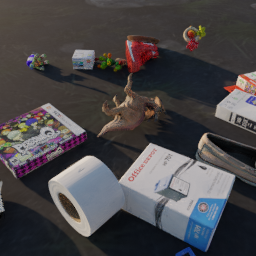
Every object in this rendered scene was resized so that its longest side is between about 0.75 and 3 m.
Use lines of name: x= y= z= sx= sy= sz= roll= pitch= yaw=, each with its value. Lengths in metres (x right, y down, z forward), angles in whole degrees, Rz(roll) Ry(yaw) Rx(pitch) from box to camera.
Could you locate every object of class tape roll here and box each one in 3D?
tape roll: x=-0.932 y=1.502 z=6.290 sx=1.480 sy=1.480 sz=1.016 roll=31 pitch=47 yaw=33

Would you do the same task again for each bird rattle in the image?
bird rattle: x=1.954 y=-2.729 z=8.422 sx=0.613 sy=0.424 sz=0.752 roll=40 pitch=92 yaw=11

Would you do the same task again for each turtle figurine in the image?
turtle figurine: x=-3.893 y=-2.982 z=12.554 sx=0.687 sy=0.955 sz=0.926 roll=42 pitch=40 yaw=-3

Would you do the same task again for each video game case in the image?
video game case: x=-2.877 y=0.258 z=8.681 sx=2.402 sy=0.430 sz=2.177 roll=-30 pitch=48 yaw=-32

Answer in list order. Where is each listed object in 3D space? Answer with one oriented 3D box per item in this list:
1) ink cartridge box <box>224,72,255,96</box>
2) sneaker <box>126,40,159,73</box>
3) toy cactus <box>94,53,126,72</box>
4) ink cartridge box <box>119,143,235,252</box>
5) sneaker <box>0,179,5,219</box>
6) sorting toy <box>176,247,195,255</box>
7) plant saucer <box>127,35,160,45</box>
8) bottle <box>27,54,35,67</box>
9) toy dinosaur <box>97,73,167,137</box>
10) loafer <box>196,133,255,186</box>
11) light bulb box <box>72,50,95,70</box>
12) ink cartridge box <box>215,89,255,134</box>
ink cartridge box: x=4.935 y=-1.723 z=11.100 sx=1.918 sy=0.483 sz=1.045 roll=-14 pitch=40 yaw=-18
sneaker: x=0.703 y=-3.377 z=12.773 sx=1.537 sy=1.042 sz=2.660 roll=-3 pitch=40 yaw=-2
toy cactus: x=-0.665 y=-2.999 z=12.586 sx=1.293 sy=0.801 sz=1.567 roll=-16 pitch=25 yaw=-37
ink cartridge box: x=1.122 y=1.522 z=6.676 sx=2.271 sy=0.975 sz=1.663 roll=22 pitch=44 yaw=23
sneaker: x=-3.209 y=1.860 z=6.712 sx=0.583 sy=0.537 sz=1.457 roll=9 pitch=41 yaw=-12
sorting toy: x=1.546 y=3.155 z=5.207 sx=1.082 sy=0.262 sz=1.921 roll=-32 pitch=46 yaw=-24
plant saucer: x=0.766 y=-4.362 z=14.098 sx=1.649 sy=0.284 sz=1.649 roll=6 pitch=8 yaw=-1
bottle: x=-4.487 y=-3.166 z=13.073 sx=0.366 sy=0.286 sz=0.876 roll=-6 pitch=39 yaw=-6
toy dinosaur: x=0.204 y=-0.494 z=9.207 sx=1.792 sy=1.135 sz=2.644 roll=39 pitch=62 yaw=1
loafer: x=3.266 y=0.882 z=7.531 sx=2.812 sy=0.884 sz=1.011 roll=16 pitch=41 yaw=19
light bulb box: x=-2.014 y=-3.129 z=12.801 sx=0.895 sy=0.564 sz=0.903 roll=2 pitch=39 yaw=2
ink cartridge box: x=4.593 y=-0.328 z=9.312 sx=2.944 sy=0.577 sz=1.464 roll=29 pitch=47 yaw=33
